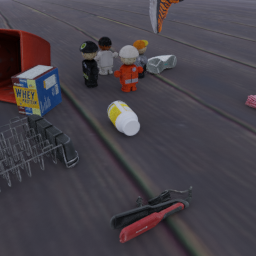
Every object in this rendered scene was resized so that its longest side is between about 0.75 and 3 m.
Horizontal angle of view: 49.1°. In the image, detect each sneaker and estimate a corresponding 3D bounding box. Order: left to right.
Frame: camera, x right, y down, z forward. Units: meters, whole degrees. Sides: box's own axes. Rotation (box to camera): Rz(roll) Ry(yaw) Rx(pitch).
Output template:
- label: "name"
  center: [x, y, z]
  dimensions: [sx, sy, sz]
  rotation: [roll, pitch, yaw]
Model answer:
- label: "sneaker"
  center: [1.146, -2.485, 10.890]
  dimensions: [1.693, 0.595, 0.678]
  rotation: [-21, 26, -41]
- label: "sneaker"
  center: [1.421, -4.398, 10.104]
  dimensions: [1.203, 2.148, 0.833]
  rotation: [-11, 59, -2]

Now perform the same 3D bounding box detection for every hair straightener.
- label: "hair straightener"
  center: [0.406, 1.256, 4.624]
  dimensions: [1.646, 0.337, 0.633]
  rotation: [-19, 35, -29]

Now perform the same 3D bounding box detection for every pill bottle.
- label: "pill bottle"
  center: [-0.102, -0.234, 6.946]
  dimensions: [0.570, 0.570, 1.018]
  rotation: [-12, 32, -19]

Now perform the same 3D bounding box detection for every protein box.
- label: "protein box"
  center: [-2.498, -1.054, 7.826]
  dimensions: [0.738, 1.086, 1.094]
  rotation: [10, 32, 17]

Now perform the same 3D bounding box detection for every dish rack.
- label: "dish rack"
  center: [-2.430, 0.526, 5.636]
  dimensions: [2.392, 0.653, 1.835]
  rotation: [-26, 38, -34]

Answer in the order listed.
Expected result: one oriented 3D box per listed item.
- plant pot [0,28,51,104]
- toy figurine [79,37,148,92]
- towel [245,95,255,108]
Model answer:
- label: "plant pot"
  center: [-3.530, -2.058, 8.848]
  dimensions: [2.054, 2.052, 1.810]
  rotation: [11, 20, 19]
- label: "toy figurine"
  center: [-0.419, -2.321, 9.594]
  dimensions: [2.148, 1.495, 2.115]
  rotation: [10, 32, 17]
- label: "towel"
  center: [5.022, -0.806, 8.206]
  dimensions: [2.624, 0.298, 1.890]
  rotation: [-20, 37, -31]
